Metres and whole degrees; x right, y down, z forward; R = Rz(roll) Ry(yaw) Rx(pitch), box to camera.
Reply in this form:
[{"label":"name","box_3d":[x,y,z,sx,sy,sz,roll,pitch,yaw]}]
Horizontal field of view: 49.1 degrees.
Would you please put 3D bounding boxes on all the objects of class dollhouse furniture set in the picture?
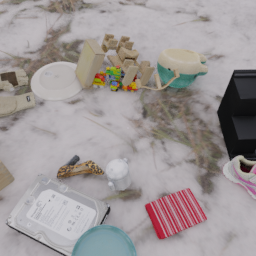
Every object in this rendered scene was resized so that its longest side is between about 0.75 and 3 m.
[{"label":"dollhouse furniture set","box_3d":[-0.597,-2.270,10.247,2.237,1.456,2.055,-5,50,-36]}]

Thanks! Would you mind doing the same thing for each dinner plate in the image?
[{"label":"dinner plate","box_3d":[-2.591,-1.838,10.396,2.053,0.249,2.053,-1,53,1]}]

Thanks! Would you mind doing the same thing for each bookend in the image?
[{"label":"bookend","box_3d":[3.484,-0.350,8.237,0.902,1.959,1.947,-1,53,-1]}]

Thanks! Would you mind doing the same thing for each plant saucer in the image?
[{"label":"plant saucer","box_3d":[-0.559,3.100,6.536,1.593,0.218,1.593,8,62,-16]}]

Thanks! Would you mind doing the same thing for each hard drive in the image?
[{"label":"hard drive","box_3d":[-1.782,2.275,7.276,2.246,0.425,1.569,20,56,15]}]

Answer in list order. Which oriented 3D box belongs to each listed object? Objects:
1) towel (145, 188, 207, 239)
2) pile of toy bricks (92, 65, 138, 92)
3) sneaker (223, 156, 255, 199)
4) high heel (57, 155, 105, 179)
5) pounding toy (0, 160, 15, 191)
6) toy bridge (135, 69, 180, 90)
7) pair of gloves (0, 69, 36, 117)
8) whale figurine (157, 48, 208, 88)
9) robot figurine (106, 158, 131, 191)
[{"label":"towel","box_3d":[1.254,2.252,7.454,1.405,0.158,1.016,-17,54,-14]},{"label":"pile of toy bricks","box_3d":[-0.430,-1.895,10.051,1.676,0.827,0.930,8,54,6]},{"label":"sneaker","box_3d":[3.508,1.407,7.673,1.776,0.784,0.723,32,60,21]},{"label":"high heel","box_3d":[-1.354,1.295,7.920,1.281,0.457,0.913,18,48,32]},{"label":"pounding toy","box_3d":[-4.486,1.256,7.322,2.155,1.532,1.983,-38,62,-24]},{"label":"toy bridge","box_3d":[0.767,-1.192,7.254,1.201,0.404,0.163,-17,16,-9]},{"label":"pair of gloves","box_3d":[-4.299,-1.241,9.877,1.768,0.364,2.079,-19,58,-18]},{"label":"whale figurine","box_3d":[2.015,-2.221,10.281,1.872,1.221,2.353,28,35,23]},{"label":"robot figurine","box_3d":[-0.246,1.248,7.516,0.613,1.086,0.921,15,55,22]}]
